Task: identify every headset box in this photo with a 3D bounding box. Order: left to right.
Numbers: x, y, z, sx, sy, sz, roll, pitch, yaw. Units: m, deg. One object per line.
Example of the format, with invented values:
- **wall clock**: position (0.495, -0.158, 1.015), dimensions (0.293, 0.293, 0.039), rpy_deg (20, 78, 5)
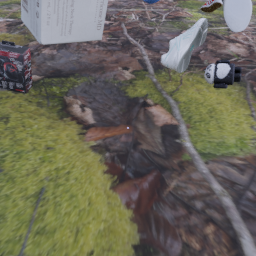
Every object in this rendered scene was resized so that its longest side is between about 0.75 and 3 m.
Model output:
- **headset box**: position (-3.118, -1.659, 7.439), dimensions (0.970, 1.306, 0.490), rpy_deg (10, 38, 0)

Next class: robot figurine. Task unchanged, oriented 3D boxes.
- **robot figurine**: position (2.727, -1.549, 8.053), dimensions (1.003, 0.626, 0.753), rpy_deg (5, 33, 20)

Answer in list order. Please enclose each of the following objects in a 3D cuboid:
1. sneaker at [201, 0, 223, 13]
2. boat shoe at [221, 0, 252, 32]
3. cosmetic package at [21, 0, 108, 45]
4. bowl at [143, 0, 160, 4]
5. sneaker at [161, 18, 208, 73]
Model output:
- **sneaker**: position (2.960, -4.425, 9.673), dimensions (0.398, 0.629, 1.118), rpy_deg (17, 2, -20)
- **boat shoe**: position (2.971, -3.783, 7.929), dimensions (0.750, 2.091, 0.709), rpy_deg (-14, 13, 20)
- **cosmetic package**: position (-1.967, -3.798, 8.569), dimensions (2.089, 1.749, 1.738), rpy_deg (-16, 50, -32)
- **bowl**: position (0.717, -3.406, 6.717), dimensions (0.948, 0.186, 0.948), rpy_deg (-23, 52, 33)
- **sneaker**: position (1.863, -2.826, 9.183), dimensions (0.897, 0.787, 2.237), rpy_deg (25, 70, 33)
